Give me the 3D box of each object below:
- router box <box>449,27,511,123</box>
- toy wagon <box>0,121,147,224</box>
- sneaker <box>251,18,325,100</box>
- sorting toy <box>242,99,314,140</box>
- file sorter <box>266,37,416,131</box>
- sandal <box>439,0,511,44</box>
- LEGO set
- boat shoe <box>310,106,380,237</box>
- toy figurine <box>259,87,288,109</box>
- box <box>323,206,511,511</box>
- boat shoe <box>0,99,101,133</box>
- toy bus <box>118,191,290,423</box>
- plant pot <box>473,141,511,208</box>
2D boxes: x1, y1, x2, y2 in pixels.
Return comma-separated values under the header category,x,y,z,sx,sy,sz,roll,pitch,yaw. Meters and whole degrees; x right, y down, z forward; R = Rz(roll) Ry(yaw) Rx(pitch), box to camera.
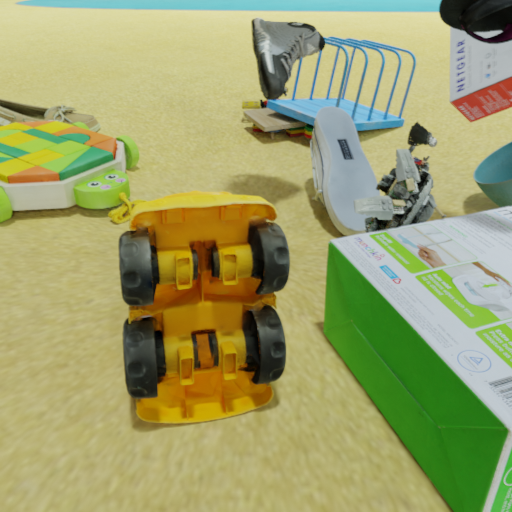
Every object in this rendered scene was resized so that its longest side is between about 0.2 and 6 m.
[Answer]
category,x,y,z,sx,sy,sz,roll,pitch,yaw
router box,3.408,-2.992,6.803,2.014,0.548,2.244,-16,57,45
toy wagon,-3.764,-1.654,10.621,4.207,0.832,3.264,20,37,30
sneaker,0.566,-3.217,8.835,1.146,0.745,1.985,-6,51,-2
sorting toy,0.496,-3.224,13.598,1.318,0.462,2.733,-12,34,-19
file sorter,2.122,-4.139,13.283,2.948,1.809,2.046,-16,37,-43
sandal,2.479,-2.358,5.467,1.731,0.651,0.414,28,75,45
LEGO set,2.125,-0.691,7.815,0.979,2.243,3.454,32,37,13
boat shoe,1.390,-1.300,9.960,0.994,1.147,2.691,-3,60,-15
toy figurine,0.468,-4.266,15.102,0.735,0.747,0.519,11,16,12
box,2.541,0.830,5.867,2.653,1.454,3.007,-11,33,-18
boat shoe,-5.118,-3.275,13.264,2.828,0.890,1.031,6,31,10
toy bus,-0.669,0.239,6.136,1.593,2.348,2.254,-4,25,-12
plant pot,4.702,-1.263,9.518,1.599,1.077,1.599,-32,18,12
